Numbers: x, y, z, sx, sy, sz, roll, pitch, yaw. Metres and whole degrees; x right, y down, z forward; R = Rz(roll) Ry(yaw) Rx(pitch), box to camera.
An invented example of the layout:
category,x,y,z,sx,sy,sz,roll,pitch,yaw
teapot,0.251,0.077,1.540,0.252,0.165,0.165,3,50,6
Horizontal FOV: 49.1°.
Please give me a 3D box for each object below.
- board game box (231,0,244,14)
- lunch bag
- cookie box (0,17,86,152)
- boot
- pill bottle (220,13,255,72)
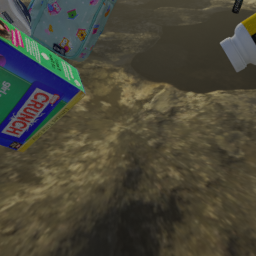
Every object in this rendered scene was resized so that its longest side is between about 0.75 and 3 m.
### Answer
category,x,y,z,sx,sy,sz,roll,pitch,yaw
board game box,2.993,-3.839,6.974,0.223,1.581,1.069,17,68,11
lunch bag,-1.683,-3.324,7.873,2.116,2.638,1.017,32,15,4
cookie box,-1.182,-0.384,2.533,1.033,1.207,0.454,-39,48,21
boot,-2.750,-2.819,6.224,0.633,1.741,0.786,-14,55,5
pill bottle,2.615,-1.757,5.215,1.607,0.903,0.903,-31,32,24
